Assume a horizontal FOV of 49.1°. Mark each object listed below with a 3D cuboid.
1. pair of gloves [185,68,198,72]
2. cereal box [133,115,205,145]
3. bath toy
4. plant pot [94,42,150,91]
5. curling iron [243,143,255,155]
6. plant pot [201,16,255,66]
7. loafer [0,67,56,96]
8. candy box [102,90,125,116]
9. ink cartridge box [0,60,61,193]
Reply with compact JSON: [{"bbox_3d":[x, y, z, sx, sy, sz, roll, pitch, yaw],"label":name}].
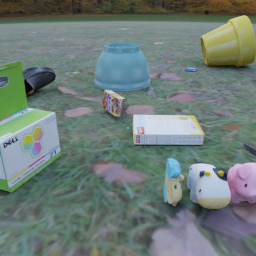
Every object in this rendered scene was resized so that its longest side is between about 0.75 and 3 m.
[{"bbox_3d":[3.564,-3.263,15.708,0.661,0.094,0.822,11,26,25],"label":"pair of gloves"},{"bbox_3d":[1.139,0.031,8.417,1.981,0.392,1.426,0,25,1],"label":"cereal box"},{"bbox_3d":[2.216,1.012,5.574,2.963,1.095,1.289,-1,26,-4],"label":"bath toy"},{"bbox_3d":[-0.278,-3.014,13.178,2.715,1.819,2.715,0,25,0],"label":"plant pot"},{"bbox_3d":[3.477,0.650,7.393,0.258,0.133,1.040,-46,34,-7],"label":"curling iron"},{"bbox_3d":[5.688,-4.792,16.263,2.552,2.712,2.712,-13,24,10],"label":"plant pot"},{"bbox_3d":[-4.171,-1.741,11.615,1.050,1.057,2.904,33,48,32],"label":"loafer"},{"bbox_3d":[-0.520,-0.874,9.732,0.309,0.639,1.095,-1,21,-32],"label":"candy box"},{"bbox_3d":[-2.540,-0.107,6.323,0.924,2.439,1.803,11,28,22],"label":"ink cartridge box"}]
